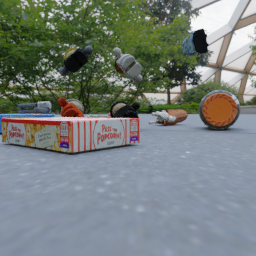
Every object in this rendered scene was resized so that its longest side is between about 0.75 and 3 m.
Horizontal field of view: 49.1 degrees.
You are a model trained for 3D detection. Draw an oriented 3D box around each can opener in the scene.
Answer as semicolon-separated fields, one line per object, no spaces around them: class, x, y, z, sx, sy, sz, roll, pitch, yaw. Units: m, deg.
can opener;-3.412;-0.726;10.105;1.599;0.421;0.531;1;5;31

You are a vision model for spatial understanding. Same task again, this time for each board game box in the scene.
board game box;-1.196;0.065;5.758;2.324;0.538;1.761;3;5;40
board game box;-3.480;-0.187;9.413;1.958;0.579;2.574;-1;4;-13

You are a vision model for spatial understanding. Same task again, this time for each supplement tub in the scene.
supplement tub;3.409;-0.682;10.571;1.437;1.437;2.346;1;3;14

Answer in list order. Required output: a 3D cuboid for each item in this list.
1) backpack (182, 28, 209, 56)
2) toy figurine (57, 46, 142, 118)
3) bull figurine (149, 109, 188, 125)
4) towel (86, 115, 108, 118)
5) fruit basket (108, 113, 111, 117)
backpack;2.096;-2.628;8.850;0.717;0.761;0.932;-11;7;5
toy figurine;-0.992;-1.399;10.020;2.976;2.930;2.070;0;14;-11
bull figurine;1.867;-0.514;13.321;2.297;0.748;1.395;-3;5;-43
towel;-1.450;-0.345;12.827;0.986;0.115;0.752;0;-32;-13
fruit basket;-0.614;-0.669;16.991;1.909;0.895;1.768;-17;8;-16
